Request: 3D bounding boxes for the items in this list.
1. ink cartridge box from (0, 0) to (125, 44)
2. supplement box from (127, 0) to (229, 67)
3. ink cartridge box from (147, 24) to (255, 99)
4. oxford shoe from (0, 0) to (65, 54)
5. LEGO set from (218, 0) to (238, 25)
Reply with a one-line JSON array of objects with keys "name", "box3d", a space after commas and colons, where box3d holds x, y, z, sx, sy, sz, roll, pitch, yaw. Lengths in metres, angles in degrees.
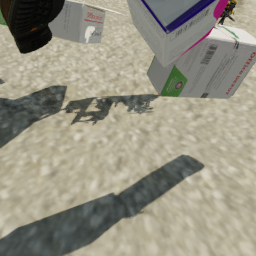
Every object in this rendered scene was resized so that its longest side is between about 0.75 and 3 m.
[{"name": "ink cartridge box", "box3d": [-1.679, -2.895, 7.461, 2.848, 0.959, 1.668, 16, 20, 10]}, {"name": "supplement box", "box3d": [0.486, -1.281, 2.950, 0.759, 1.500, 0.775, -36, 86, 5]}, {"name": "ink cartridge box", "box3d": [1.304, -1.145, 4.821, 1.595, 1.165, 0.673, -1, 45, -28]}, {"name": "oxford shoe", "box3d": [-1.654, -2.006, 4.397, 0.875, 1.016, 2.408, -30, 9, -26]}, {"name": "LEGO set", "box3d": [2.358, -3.964, 7.750, 2.138, 1.644, 1.239, 31, 13, -12]}]
